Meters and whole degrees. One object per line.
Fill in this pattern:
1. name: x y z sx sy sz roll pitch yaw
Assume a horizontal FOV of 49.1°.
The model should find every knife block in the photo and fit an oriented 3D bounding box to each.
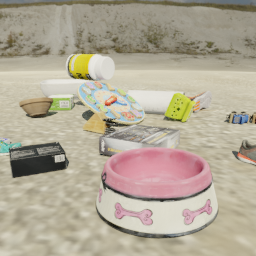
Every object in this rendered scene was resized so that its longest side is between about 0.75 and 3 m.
1. knife block: -0.872 0.018 9.630 1.219 1.070 0.390 -42 -17 29

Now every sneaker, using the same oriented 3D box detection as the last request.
1. sneaker: 3.228 -1.409 13.909 1.304 0.903 2.328 13 19 37
2. sneaker: 3.318 0.636 6.689 0.577 0.613 1.498 -12 19 -38
3. sneaker: -3.443 0.507 7.522 1.121 0.446 0.434 -6 16 -23

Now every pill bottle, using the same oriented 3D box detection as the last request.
1. pill bottle: -1.671 -2.691 12.457 2.031 1.160 1.160 11 18 34

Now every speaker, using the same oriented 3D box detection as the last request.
1. speaker: 1.222 -1.164 12.704 2.583 1.049 1.049 4 15 17

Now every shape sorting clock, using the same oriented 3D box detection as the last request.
1. shape sorting clock: -0.629 -1.095 11.270 2.913 0.571 2.913 23 31 -15

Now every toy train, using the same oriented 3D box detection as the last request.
1. toy train: 5.179 -0.355 10.904 2.622 0.447 0.600 1 27 2

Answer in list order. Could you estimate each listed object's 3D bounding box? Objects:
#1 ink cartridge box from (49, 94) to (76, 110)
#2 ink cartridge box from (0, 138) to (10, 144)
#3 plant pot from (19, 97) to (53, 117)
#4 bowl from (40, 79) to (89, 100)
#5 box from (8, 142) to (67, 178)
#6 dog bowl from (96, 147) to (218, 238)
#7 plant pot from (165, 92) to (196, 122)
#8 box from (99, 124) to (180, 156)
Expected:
1. ink cartridge box: -3.333 -1.342 14.210 1.215 0.623 1.644 0 13 1
2. ink cartridge box: -4.106 0.458 8.201 0.870 0.207 0.880 8 18 19
3. plant pot: -3.852 -0.859 11.902 1.392 0.643 1.392 -9 -1 0
4. bowl: -3.848 -2.407 17.341 2.909 1.087 2.913 -2 16 -8
5. box: -2.152 0.721 6.646 1.208 0.476 0.853 -7 19 -23
6. dog bowl: 0.498 0.968 4.982 2.171 0.800 2.171 -1 14 0
7. plant pot: 2.166 -0.816 11.354 0.898 0.989 0.984 26 19 17
8. box: 0.391 0.366 7.842 1.592 0.486 2.010 8 15 27
